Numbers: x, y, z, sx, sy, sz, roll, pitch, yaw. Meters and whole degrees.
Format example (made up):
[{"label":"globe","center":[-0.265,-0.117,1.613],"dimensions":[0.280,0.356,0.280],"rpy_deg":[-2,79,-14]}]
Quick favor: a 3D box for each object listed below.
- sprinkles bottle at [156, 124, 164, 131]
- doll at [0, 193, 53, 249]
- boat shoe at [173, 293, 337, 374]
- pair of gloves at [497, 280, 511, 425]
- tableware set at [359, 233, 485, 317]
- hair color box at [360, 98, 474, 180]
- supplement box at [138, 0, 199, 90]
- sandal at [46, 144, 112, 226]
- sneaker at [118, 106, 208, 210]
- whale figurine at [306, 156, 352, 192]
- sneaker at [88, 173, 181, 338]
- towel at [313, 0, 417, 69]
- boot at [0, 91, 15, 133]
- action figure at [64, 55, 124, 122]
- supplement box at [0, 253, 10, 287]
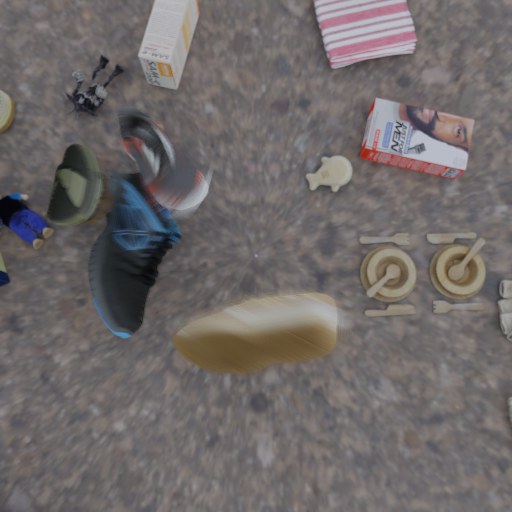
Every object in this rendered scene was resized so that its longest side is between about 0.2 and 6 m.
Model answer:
[{"label":"sprinkles bottle","center":[-1.555,-1.673,9.143],"dimensions":[0.316,0.316,0.926],"rpy_deg":[-16,80,-3]},{"label":"doll","center":[-3.877,-0.615,8.979],"dimensions":[1.190,0.288,0.812],"rpy_deg":[39,82,6]},{"label":"boat shoe","center":[0.010,1.002,7.637],"dimensions":[2.375,0.822,0.876],"rpy_deg":[-9,121,25]},{"label":"pair of gloves","center":[5.022,1.536,8.508],"dimensions":[2.453,0.506,2.885],"rpy_deg":[-1,79,0]},{"label":"tableware set","center":[2.648,0.239,8.774],"dimensions":[1.985,0.398,1.312],"rpy_deg":[-3,80,0]},{"label":"hair color box","center":[2.592,-1.894,9.083],"dimensions":[1.619,0.517,0.898],"rpy_deg":[13,80,1]},{"label":"supplement box","center":[-1.412,-3.634,9.164],"dimensions":[0.543,0.931,1.477],"rpy_deg":[14,80,1]},{"label":"sandal","center":[-2.409,-0.895,7.787],"dimensions":[0.761,2.666,1.058],"rpy_deg":[17,88,-23]},{"label":"sneaker","center":[-1.375,-1.358,7.562],"dimensions":[0.715,0.760,1.857],"rpy_deg":[-39,62,-11]},{"label":"whale figurine","center":[1.202,-1.318,9.107],"dimensions":[0.753,0.391,0.599],"rpy_deg":[-22,86,20]},{"label":"sneaker","center":[-1.705,-0.144,8.125],"dimensions":[1.087,0.972,2.654],"rpy_deg":[-8,65,12]},{"label":"towel","center":[1.754,-4.297,9.627],"dimensions":[1.533,0.313,2.095],"rpy_deg":[-12,78,-3]},{"label":"boot","center":[-5.491,-2.675,8.299],"dimensions":[2.965,2.305,1.079],"rpy_deg":[8,80,1]},{"label":"action figure","center":[-2.708,-2.772,9.211],"dimensions":[0.676,0.581,1.138],"rpy_deg":[33,80,-5]},{"label":"supplement box","center":[-5.049,-0.179,8.430],"dimensions":[1.801,1.209,1.799],"rpy_deg":[-20,81,-3]}]
